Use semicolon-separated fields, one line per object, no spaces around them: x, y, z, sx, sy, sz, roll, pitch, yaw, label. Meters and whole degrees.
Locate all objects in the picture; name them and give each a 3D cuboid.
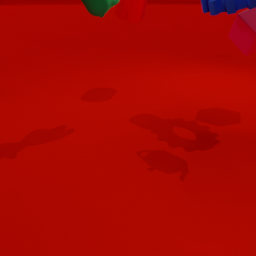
-1.094;-3.473;6.902;0.946;1.723;1.696;0;39;40;cow figurine
0.133;-4.688;10.315;1.144;1.144;1.144;4;56;-7;cylinder
3.841;-2.985;8.538;0.951;0.951;0.951;-27;69;-10;cube
2.936;-3.543;7.324;1.974;0.365;1.974;-16;33;11;gear
